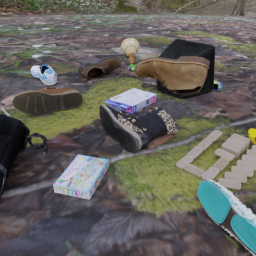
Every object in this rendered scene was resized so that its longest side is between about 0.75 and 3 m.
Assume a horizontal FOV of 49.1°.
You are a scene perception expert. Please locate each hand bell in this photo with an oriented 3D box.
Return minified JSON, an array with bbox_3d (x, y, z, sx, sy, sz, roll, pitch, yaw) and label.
[{"bbox_3d":[0.232,-5.001,19.168,1.373,1.373,2.638,-2,39,-3],"label":"hand bell"}]

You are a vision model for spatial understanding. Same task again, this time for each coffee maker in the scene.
[{"bbox_3d":[-3.583,0.720,7.620,2.356,1.652,2.453,-3,29,-7],"label":"coffee maker"}]

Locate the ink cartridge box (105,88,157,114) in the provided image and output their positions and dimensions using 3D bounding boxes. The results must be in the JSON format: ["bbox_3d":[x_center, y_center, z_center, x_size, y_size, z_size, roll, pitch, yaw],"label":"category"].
[{"bbox_3d":[0.131,-1.189,12.458,1.313,0.462,2.200,20,31,33],"label":"ink cartridge box"}]

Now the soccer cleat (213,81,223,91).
[{"bbox_3d":[4.147,-2.277,14.465,1.510,0.488,0.632,23,40,36],"label":"soccer cleat"}]

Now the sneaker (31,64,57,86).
[{"bbox_3d":[-4.689,-3.147,15.566,0.996,1.004,2.771,-19,32,-30],"label":"sneaker"}]

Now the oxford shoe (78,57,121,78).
[{"bbox_3d":[-1.412,-3.352,16.129,2.643,0.960,1.116,-25,43,-23],"label":"oxford shoe"}]

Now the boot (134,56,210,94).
[{"bbox_3d":[1.018,-1.392,7.519,2.251,0.849,0.829,9,-3,41],"label":"boot"}]

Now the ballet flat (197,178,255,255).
[{"bbox_3d":[2.463,2.037,6.332,0.809,0.809,2.255,-12,33,-21],"label":"ballet flat"}]

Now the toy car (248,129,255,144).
[{"bbox_3d":[5.620,0.557,9.029,2.571,0.609,2.733,-17,33,-30],"label":"toy car"}]

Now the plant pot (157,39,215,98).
[{"bbox_3d":[2.639,-2.731,13.661,2.078,2.337,2.343,-34,42,-30],"label":"plant pot"}]

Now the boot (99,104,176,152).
[{"bbox_3d":[0.286,-0.244,10.136,1.956,0.951,2.598,-18,37,-28],"label":"boot"}]

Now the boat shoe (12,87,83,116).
[{"bbox_3d":[-3.450,-1.199,11.986,2.895,1.042,0.984,-4,26,-31],"label":"boat shoe"}]

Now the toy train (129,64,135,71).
[{"bbox_3d":[0.818,-3.589,17.092,1.711,0.357,0.483,10,40,18],"label":"toy train"}]

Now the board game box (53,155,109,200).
[{"bbox_3d":[-1.266,1.330,7.930,1.025,0.261,1.525,8,29,14],"label":"board game box"}]

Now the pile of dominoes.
[{"bbox_3d":[3.007,1.015,8.668,1.967,0.402,2.523,26,46,38],"label":"pile of dominoes"}]
